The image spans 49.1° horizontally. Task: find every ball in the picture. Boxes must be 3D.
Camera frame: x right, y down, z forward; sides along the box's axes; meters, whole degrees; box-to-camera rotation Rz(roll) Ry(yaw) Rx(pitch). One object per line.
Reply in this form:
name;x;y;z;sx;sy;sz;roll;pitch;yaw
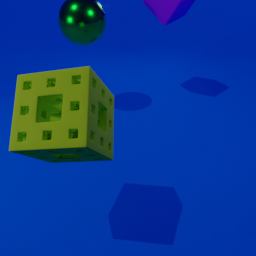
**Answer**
ball;-1.329;-3.126;8.180;1.388;1.388;1.388;0;35;0

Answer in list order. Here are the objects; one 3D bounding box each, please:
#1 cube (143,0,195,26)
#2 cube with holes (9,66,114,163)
cube;1.383;-4.170;8.841;1.125;1.125;1.125;-37;84;-31
cube with holes;-0.920;-0.121;4.294;1.126;1.126;1.126;-4;74;14
